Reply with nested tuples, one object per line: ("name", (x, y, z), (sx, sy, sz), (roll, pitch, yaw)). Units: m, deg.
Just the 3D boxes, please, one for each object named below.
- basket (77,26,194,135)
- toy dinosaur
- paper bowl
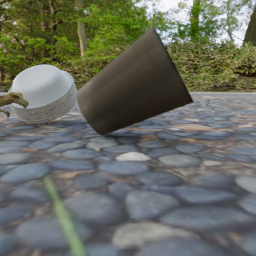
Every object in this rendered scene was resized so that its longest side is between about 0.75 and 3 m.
("basket", (0.084, -0.989, 7.223), (2.504, 2.257, 1.703), (-27, 37, 15))
("toy dinosaur", (-4.175, -0.679, 7.364), (2.870, 1.451, 0.835), (4, 37, -26))
("paper bowl", (-3.132, -1.365, 10.129), (2.420, 1.259, 2.420), (-6, 43, 5))
